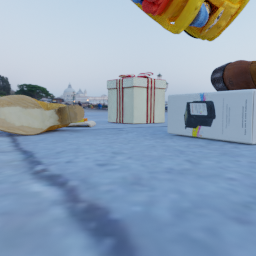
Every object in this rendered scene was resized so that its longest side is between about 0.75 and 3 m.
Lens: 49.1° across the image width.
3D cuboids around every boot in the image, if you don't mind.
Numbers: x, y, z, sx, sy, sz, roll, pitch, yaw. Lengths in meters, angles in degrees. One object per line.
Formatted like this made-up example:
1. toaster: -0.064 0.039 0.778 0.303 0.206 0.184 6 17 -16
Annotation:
1. boot: 3.641 -0.750 6.077 2.710 0.986 2.879 40 -13 -18
2. boot: -2.589 -0.233 7.149 2.590 0.911 1.854 -4 -2 -45

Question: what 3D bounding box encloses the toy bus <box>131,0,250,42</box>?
1. toy bus: 1.012 -2.589 5.452 2.145 2.234 1.516 -47 -3 -43

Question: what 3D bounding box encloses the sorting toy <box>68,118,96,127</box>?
1. sorting toy: -1.928 -0.197 9.663 1.516 0.277 1.403 0 4 0

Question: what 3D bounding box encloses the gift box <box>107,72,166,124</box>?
1. gift box: 0.411 -1.286 12.099 2.265 2.115 2.090 -5 7 -44

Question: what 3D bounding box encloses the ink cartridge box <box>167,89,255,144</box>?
1. ink cartridge box: 2.125 -0.267 5.849 1.622 0.922 2.226 -2 5 -30
